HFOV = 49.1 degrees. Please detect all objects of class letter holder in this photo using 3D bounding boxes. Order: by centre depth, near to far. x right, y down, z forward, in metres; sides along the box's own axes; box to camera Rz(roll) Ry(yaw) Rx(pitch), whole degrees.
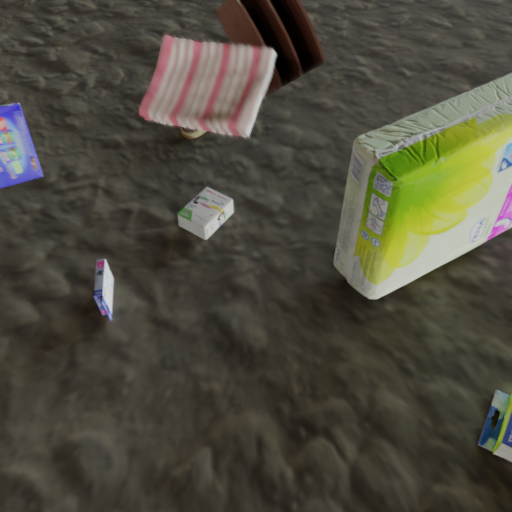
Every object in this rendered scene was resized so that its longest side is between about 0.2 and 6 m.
[{"bbox_3d":[0.281,-3.950,10.033,0.876,1.742,1.238,-39,17,-30],"label":"letter holder"}]

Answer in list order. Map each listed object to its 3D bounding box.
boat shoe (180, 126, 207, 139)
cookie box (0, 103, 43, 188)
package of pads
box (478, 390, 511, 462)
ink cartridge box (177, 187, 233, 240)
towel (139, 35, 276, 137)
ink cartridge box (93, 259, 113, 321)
[{"bbox_3d":[-1.108,-3.421,13.027,0.640,0.639,1.775,32,57,24],"label":"boat shoe"},{"bbox_3d":[-4.028,-1.548,8.246,1.344,1.149,0.505,-22,20,-28],"label":"cookie box"},{"bbox_3d":[3.175,-1.127,9.575,3.814,2.946,1.301,-24,52,-21],"label":"package of pads"},{"bbox_3d":[4.235,2.648,7.995,1.773,0.422,1.081,25,53,19],"label":"box"},{"bbox_3d":[-0.979,-0.845,10.986,0.679,0.394,0.937,27,55,21],"label":"ink cartridge box"},{"bbox_3d":[-0.606,-2.045,6.682,1.500,0.224,1.098,14,83,20],"label":"towel"},{"bbox_3d":[-2.623,0.595,9.636,0.201,0.572,0.958,-10,50,-3],"label":"ink cartridge box"}]
